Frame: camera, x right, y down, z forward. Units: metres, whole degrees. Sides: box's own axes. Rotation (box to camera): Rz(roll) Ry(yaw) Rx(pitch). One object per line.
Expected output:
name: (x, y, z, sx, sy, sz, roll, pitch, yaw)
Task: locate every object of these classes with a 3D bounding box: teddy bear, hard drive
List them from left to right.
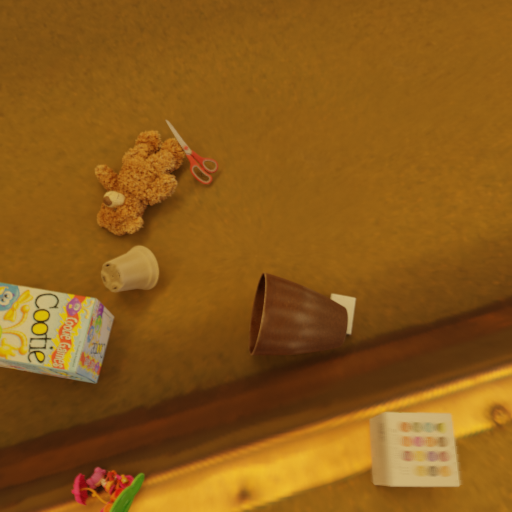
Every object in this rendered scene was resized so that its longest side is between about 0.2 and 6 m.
teddy bear: (-2.489, -1.638, 11.754, 1.804, 0.831, 2.489, 40, 74, 16)
hard drive: (1.676, 1.153, 11.092, 0.492, 0.098, 0.746, 10, 69, 4)

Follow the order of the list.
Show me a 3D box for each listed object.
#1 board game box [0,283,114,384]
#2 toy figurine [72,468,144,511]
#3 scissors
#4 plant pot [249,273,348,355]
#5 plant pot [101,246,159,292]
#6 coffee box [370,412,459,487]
board game box: (-4.211, 1.374, 10.320, 2.644, 1.387, 1.362, 9, 70, 3)
toy figurine: (-2.670, 4.056, 9.760, 0.999, 0.815, 1.086, 22, 49, 17)
scissors: (-1.469, -2.171, 11.868, 1.550, 0.108, 0.567, 40, 89, -14)
plant pot: (0.811, 1.191, 10.431, 1.646, 1.539, 1.539, 9, 70, -6)
plant pot: (-2.486, 0.323, 10.809, 0.897, 0.897, 0.821, 49, 35, 16)
coffee box: (2.681, 3.356, 9.663, 1.155, 1.168, 1.166, 2, 68, -2)
